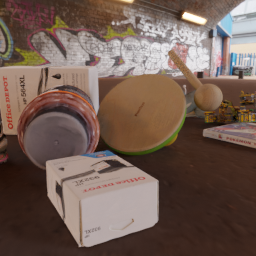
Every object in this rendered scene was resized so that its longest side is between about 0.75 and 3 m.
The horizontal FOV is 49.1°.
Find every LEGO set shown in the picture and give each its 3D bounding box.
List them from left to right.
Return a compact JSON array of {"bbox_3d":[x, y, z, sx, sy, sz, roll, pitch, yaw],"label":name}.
[{"bbox_3d":[3.422,-0.722,9.187,1.406,1.059,1.828,-2,1,-34],"label":"LEGO set"}]

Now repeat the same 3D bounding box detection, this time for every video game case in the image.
[{"bbox_3d":[3.506,0.159,7.801,2.088,0.240,1.902,-9,15,-37],"label":"video game case"}]

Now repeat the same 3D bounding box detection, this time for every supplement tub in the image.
[{"bbox_3d":[-1.386,-0.078,5.886,1.546,1.546,2.891,-2,12,-9],"label":"supplement tub"}]

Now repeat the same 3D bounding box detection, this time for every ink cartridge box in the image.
[{"bbox_3d":[-2.258,-0.803,8.159,2.671,1.950,1.126,1,16,7],"label":"ink cartridge box"},{"bbox_3d":[-0.414,0.839,3.829,1.057,0.610,1.457,-7,14,-29],"label":"ink cartridge box"}]

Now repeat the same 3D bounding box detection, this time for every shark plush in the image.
[{"bbox_3d":[2.022,-1.089,11.175,2.921,1.217,1.327,1,12,5],"label":"shark plush"}]

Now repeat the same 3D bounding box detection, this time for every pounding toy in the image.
[{"bbox_3d":[0.711,-0.297,7.032,2.844,1.320,2.195,-36,52,-2],"label":"pounding toy"}]

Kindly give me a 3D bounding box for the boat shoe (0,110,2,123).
[{"bbox_3d":[-4.189,-0.827,9.700,0.550,1.515,0.475,36,-16,-28],"label":"boat shoe"}]

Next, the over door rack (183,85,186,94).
[{"bbox_3d":[2.243,-1.964,14.832,2.507,0.835,1.852,27,24,28],"label":"over door rack"}]

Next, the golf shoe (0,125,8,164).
[{"bbox_3d":[-3.142,0.426,5.148,0.693,0.879,1.909,7,16,28],"label":"golf shoe"}]
